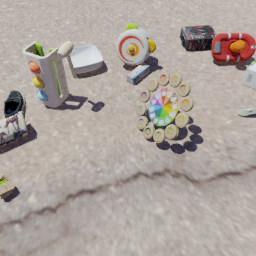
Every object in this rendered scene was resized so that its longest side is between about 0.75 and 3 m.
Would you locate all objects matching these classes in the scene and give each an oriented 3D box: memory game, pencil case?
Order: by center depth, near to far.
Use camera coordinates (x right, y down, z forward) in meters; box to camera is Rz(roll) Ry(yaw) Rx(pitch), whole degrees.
[{"bbox_3d":[1.246,-0.768,10.244,0.171,2.688,2.688,13,36,-42],"label":"memory game"},{"bbox_3d":[-4.829,0.194,10.248,2.348,0.914,1.050,-25,70,-20],"label":"pencil case"}]

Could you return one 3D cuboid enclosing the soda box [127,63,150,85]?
[{"bbox_3d":[0.483,-2.533,13.011,0.426,0.396,1.247,31,56,24],"label":"soda box"}]

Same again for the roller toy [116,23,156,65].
[{"bbox_3d":[0.309,-3.810,13.208,1.759,1.604,1.229,37,31,-4],"label":"roller toy"}]

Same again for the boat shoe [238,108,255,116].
[{"bbox_3d":[4.891,-0.651,11.418,0.797,0.284,0.278,-6,89,15],"label":"boat shoe"}]

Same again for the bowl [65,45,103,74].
[{"bbox_3d":[-2.134,-3.260,13.506,1.678,0.626,1.676,-18,51,-14],"label":"bowl"}]

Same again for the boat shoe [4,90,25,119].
[{"bbox_3d":[-4.701,-0.965,11.490,0.736,0.614,1.973,-9,48,-5],"label":"boat shoe"}]

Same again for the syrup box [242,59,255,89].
[{"bbox_3d":[6.208,-2.752,12.883,0.899,0.869,2.207,31,56,25],"label":"syrup box"}]

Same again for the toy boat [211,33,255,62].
[{"bbox_3d":[5.100,-3.830,13.272,2.075,1.354,1.356,-2,13,-6],"label":"toy boat"}]

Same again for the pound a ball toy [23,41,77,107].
[{"bbox_3d":[-2.998,-2.068,10.963,1.860,2.853,1.212,22,52,17],"label":"pound a ball toy"}]

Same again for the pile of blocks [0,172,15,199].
[{"bbox_3d":[-4.433,1.801,9.162,1.637,0.509,0.672,25,41,11],"label":"pile of blocks"}]

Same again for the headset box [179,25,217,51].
[{"bbox_3d":[3.633,-4.755,14.778,1.822,0.684,1.354,-5,49,-4],"label":"headset box"}]
